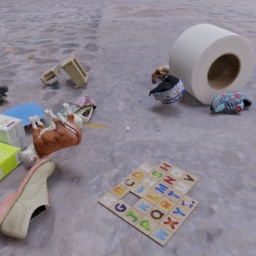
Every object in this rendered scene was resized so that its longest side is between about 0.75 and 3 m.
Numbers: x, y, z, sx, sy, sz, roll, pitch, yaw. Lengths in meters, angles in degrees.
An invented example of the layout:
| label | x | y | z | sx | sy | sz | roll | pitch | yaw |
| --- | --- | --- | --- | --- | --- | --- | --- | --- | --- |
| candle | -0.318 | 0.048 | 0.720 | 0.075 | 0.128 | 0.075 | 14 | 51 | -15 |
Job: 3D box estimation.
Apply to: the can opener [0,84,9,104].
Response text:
| label | x | y | z | sx | sy | sz | roll | pitch | yaw |
| --- | --- | --- | --- | --- | --- | --- | --- | --- | --- |
| can opener | -5.737 | -0.993 | 10.414 | 2.556 | 0.850 | 0.673 | -30 | 44 | -31 |

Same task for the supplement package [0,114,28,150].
| label | x | y | z | sx | sy | sz | roll | pitch | yaw |
| --- | --- | --- | --- | --- | --- | --- | --- | --- | --- |
| supplement package | -3.762 | 0.167 | 8.396 | 1.190 | 0.927 | 0.660 | 13 | 35 | 20 |

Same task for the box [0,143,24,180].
| label | x | y | z | sx | sy | sz | roll | pitch | yaw |
| --- | --- | --- | --- | --- | --- | --- | --- | --- | --- |
| box | -4.238 | 0.821 | 7.741 | 2.210 | 0.527 | 1.347 | 13 | 35 | 20 |

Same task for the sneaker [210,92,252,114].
| label | x | y | z | sx | sy | sz | roll | pitch | yaw |
| --- | --- | --- | --- | --- | --- | --- | --- | --- | --- |
| sneaker | 3.846 | -0.893 | 10.305 | 1.752 | 0.695 | 0.837 | -17 | 38 | -24 |

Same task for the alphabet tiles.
| label | x | y | z | sx | sy | sz | roll | pitch | yaw |
| --- | --- | --- | --- | --- | --- | --- | --- | --- | --- |
| alphabet tiles | 0.718 | 1.613 | 6.920 | 1.896 | 0.086 | 2.268 | 24 | 40 | 33 |

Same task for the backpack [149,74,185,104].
| label | x | y | z | sx | sy | sz | roll | pitch | yaw |
| --- | --- | --- | --- | --- | --- | --- | --- | --- | --- |
| backpack | 1.508 | -1.363 | 10.182 | 1.116 | 0.860 | 1.063 | -49 | 20 | -16 |

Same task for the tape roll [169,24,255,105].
| label | x | y | z | sx | sy | sz | roll | pitch | yaw |
| --- | --- | --- | --- | --- | --- | --- | --- | --- | --- |
| tape roll | 3.202 | -2.499 | 10.935 | 2.720 | 2.720 | 1.867 | -11 | 34 | -16 |

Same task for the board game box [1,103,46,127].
| label | x | y | z | sx | sy | sz | roll | pitch | yaw |
| --- | --- | --- | --- | --- | --- | --- | --- | --- | --- |
| board game box | -3.641 | -0.325 | 9.759 | 1.427 | 0.352 | 1.806 | -25 | 34 | -26 |

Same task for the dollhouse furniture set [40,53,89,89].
| label | x | y | z | sx | sy | sz | roll | pitch | yaw |
| --- | --- | --- | --- | --- | --- | --- | --- | --- | --- |
| dollhouse furniture set | -2.778 | -2.327 | 12.489 | 1.632 | 1.150 | 1.144 | -26 | 28 | 15 |

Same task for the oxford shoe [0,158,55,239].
| label | x | y | z | sx | sy | sz | roll | pitch | yaw |
| --- | --- | --- | --- | --- | --- | --- | --- | --- | --- |
| oxford shoe | -2.182 | 1.587 | 6.530 | 0.847 | 0.812 | 2.295 | 27 | 36 | -2 |

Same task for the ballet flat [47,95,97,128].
| label | x | y | z | sx | sy | sz | roll | pitch | yaw |
| --- | --- | --- | --- | --- | --- | --- | --- | --- | --- |
| ballet flat | -1.769 | -0.425 | 9.625 | 0.811 | 0.788 | 2.280 | 30 | 39 | 8 |

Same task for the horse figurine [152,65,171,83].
| label | x | y | z | sx | sy | sz | roll | pitch | yaw |
| --- | --- | --- | --- | --- | --- | --- | --- | --- | --- |
| horse figurine | 1.968 | -2.645 | 13.129 | 2.154 | 0.538 | 1.428 | -15 | 23 | -13 |

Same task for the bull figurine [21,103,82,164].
| label | x | y | z | sx | sy | sz | roll | pitch | yaw |
| --- | --- | --- | --- | --- | --- | --- | --- | --- | --- |
| bull figurine | -2.050 | 0.190 | 7.240 | 2.024 | 1.229 | 0.659 | -18 | 8 | 28 |
